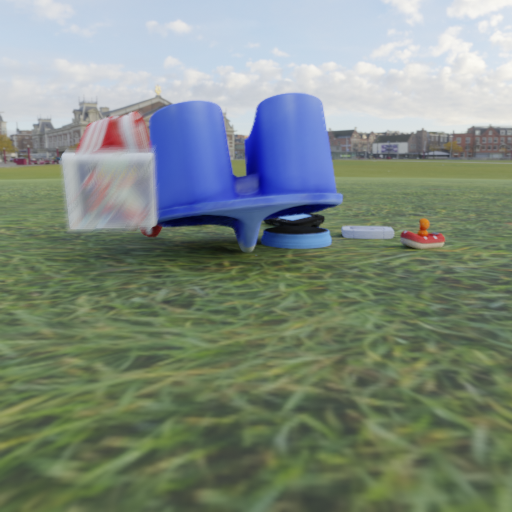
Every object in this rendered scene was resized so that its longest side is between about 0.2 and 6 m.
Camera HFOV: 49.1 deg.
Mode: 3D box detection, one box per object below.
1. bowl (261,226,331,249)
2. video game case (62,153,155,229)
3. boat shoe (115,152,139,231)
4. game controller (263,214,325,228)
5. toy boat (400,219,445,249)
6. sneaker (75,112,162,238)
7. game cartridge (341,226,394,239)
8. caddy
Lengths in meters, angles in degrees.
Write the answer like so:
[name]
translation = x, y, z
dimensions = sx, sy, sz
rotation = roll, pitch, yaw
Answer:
[bowl]
translation = 0.943, -0.463, 13.214
dimensions = 1.665, 0.327, 1.665
rotation = 0, 11, 0
[video game case]
translation = -2.197, -0.971, 8.476
dimensions = 1.304, 1.188, 0.150
rotation = -3, 30, -12
[boat shoe]
translation = -2.537, -1.547, 11.174
dimensions = 1.039, 0.936, 2.881
rotation = 25, 20, -25
[game controller]
translation = 1.042, -1.062, 16.176
dimensions = 1.096, 0.442, 2.100
rotation = -5, 11, -27
[toy boat]
translation = 3.717, -0.507, 12.533
dimensions = 0.998, 0.653, 0.652
rotation = -4, 11, -22
[sneaker]
translation = -3.274, -1.834, 13.394
dimensions = 1.727, 2.989, 1.171
rotation = -4, 18, 10
[game cartridge]
translation = 2.814, -0.591, 14.197
dimensions = 1.274, 0.260, 0.848
rotation = 1, 7, 8
[caddy]
translation = -0.296, -1.410, 11.464
dimensions = 3.637, 2.700, 5.145
rotation = -5, 2, -4
